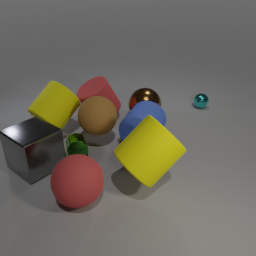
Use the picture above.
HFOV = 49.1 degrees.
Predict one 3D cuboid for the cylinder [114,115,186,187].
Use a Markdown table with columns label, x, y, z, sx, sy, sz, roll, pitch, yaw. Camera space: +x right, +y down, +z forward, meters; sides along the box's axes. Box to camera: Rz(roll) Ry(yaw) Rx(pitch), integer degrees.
| label | x | y | z | sx | sy | sz | roll | pitch | yaw |
| --- | --- | --- | --- | --- | --- | --- | --- | --- | --- |
| cylinder | 0.577 | 0.614 | 7.513 | 1.400 | 1.400 | 1.400 | -46 | 38 | 2 |

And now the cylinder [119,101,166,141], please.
| label | x | y | z | sx | sy | sz | roll | pitch | yaw |
| --- | --- | --- | --- | --- | --- | --- | --- | --- | --- |
| cylinder | 0.559 | -0.105 | 10.316 | 1.400 | 1.400 | 1.400 | 11 | 32 | 19 |

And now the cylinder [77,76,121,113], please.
| label | x | y | z | sx | sy | sz | roll | pitch | yaw |
| --- | --- | --- | --- | --- | --- | --- | --- | --- | --- |
| cylinder | -1.210 | -1.207 | 11.791 | 1.400 | 1.400 | 1.400 | -20 | 39 | 17 |

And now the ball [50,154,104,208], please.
| label | x | y | z | sx | sy | sz | roll | pitch | yaw |
| --- | --- | --- | --- | --- | --- | --- | --- | --- | --- |
| ball | -1.343 | 1.403 | 7.462 | 1.400 | 1.400 | 1.400 | 0 | 30 | 0 |

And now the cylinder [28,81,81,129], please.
| label | x | y | z | sx | sy | sz | roll | pitch | yaw |
| --- | --- | --- | --- | --- | --- | --- | --- | --- | --- |
| cylinder | -2.723 | -0.780 | 10.409 | 1.400 | 1.400 | 1.400 | 23 | 71 | 34 |

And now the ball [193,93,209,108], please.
| label | x | y | z | sx | sy | sz | roll | pitch | yaw |
| --- | --- | --- | --- | --- | --- | --- | --- | --- | --- |
| ball | 3.422 | -1.271 | 13.113 | 0.700 | 0.700 | 0.700 | 0 | 30 | 0 |

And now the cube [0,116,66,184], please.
| label | x | y | z | sx | sy | sz | roll | pitch | yaw |
| --- | --- | --- | --- | --- | --- | --- | --- | --- | --- |
| cube | -3.022 | 0.656 | 8.993 | 1.400 | 1.400 | 1.400 | 23 | 37 | 34 |

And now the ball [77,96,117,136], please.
| label | x | y | z | sx | sy | sz | roll | pitch | yaw |
| --- | --- | --- | --- | --- | --- | --- | --- | --- | --- |
| ball | -1.081 | -0.432 | 9.924 | 1.400 | 1.400 | 1.400 | 0 | 30 | 0 |

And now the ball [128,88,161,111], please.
| label | x | y | z | sx | sy | sz | roll | pitch | yaw |
| --- | --- | --- | --- | --- | --- | --- | --- | --- | --- |
| ball | 0.719 | -1.008 | 11.901 | 1.400 | 1.400 | 1.400 | 0 | 30 | 0 |

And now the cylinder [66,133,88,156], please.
| label | x | y | z | sx | sy | sz | roll | pitch | yaw |
| --- | --- | --- | --- | --- | --- | --- | --- | --- | --- |
| cylinder | -1.762 | 0.626 | 9.649 | 0.700 | 0.700 | 0.700 | -8 | 25 | -14 |
